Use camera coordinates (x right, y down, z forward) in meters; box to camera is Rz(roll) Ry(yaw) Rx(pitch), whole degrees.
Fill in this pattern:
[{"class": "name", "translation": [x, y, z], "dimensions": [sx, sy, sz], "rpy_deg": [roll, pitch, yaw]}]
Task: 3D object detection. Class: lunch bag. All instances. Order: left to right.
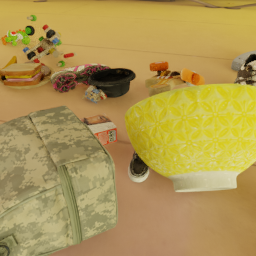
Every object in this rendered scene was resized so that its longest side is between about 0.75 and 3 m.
[{"class": "lunch bag", "translation": [-1.567, 0.859, 4.795], "dimensions": [2.058, 1.709, 2.453], "rpy_deg": [-16, 36, -24]}]

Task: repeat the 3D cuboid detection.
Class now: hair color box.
[{"class": "hair color box", "translation": [-1.114, 0.147, 7.005], "dimensions": [1.498, 0.479, 0.831], "rpy_deg": [-15, 36, -23]}]

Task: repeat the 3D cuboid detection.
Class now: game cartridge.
[{"class": "game cartridge", "translation": [5.308, -2.628, 11.248], "dimensions": [2.373, 0.485, 1.579], "rpy_deg": [-24, 44, -32]}]

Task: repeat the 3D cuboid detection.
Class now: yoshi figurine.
[{"class": "yoshi figurine", "translation": [-5.433, -4.361, 13.837], "dimensions": [1.392, 0.782, 0.779], "rpy_deg": [-9, -9, 11]}]

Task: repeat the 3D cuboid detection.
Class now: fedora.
[{"class": "fedora", "translation": [-0.493, -1.418, 9.122], "dimensions": [1.549, 0.707, 1.549], "rpy_deg": [-5, 31, 3]}]

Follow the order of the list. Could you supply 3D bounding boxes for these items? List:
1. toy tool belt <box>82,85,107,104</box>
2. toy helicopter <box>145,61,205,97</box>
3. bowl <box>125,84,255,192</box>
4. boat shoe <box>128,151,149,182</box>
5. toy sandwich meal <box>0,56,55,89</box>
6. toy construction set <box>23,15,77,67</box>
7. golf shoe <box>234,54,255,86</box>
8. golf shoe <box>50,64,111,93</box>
[{"class": "toy tool belt", "translation": [-1.073, -0.969, 8.786], "dimensions": [0.804, 0.502, 0.494], "rpy_deg": [31, 71, 38]}, {"class": "toy helicopter", "translation": [1.273, -1.292, 8.084], "dimensions": [1.714, 1.022, 2.591], "rpy_deg": [1, 20, 20]}, {"class": "bowl", "translation": [1.341, 0.408, 5.243], "dimensions": [2.760, 2.760, 1.485], "rpy_deg": [-2, 75, -3]}, {"class": "boat shoe", "translation": [0.323, 0.620, 6.306], "dimensions": [0.476, 0.451, 1.362], "rpy_deg": [10, 35, 14]}, {"class": "toy sandwich meal", "translation": [-3.700, -2.072, 10.071], "dimensions": [2.184, 0.748, 2.184], "rpy_deg": [0, 35, 0]}, {"class": "toy construction set", "translation": [-3.082, -3.429, 11.719], "dimensions": [2.115, 1.764, 1.625], "rpy_deg": [30, 27, 7]}, {"class": "golf shoe", "translation": [3.753, -1.277, 8.379], "dimensions": [1.125, 1.367, 2.893], "rpy_deg": [5, 35, 6]}, {"class": "golf shoe", "translation": [-1.616, -1.889, 9.793], "dimensions": [2.177, 0.790, 1.002], "rpy_deg": [-13, 35, -18]}]
